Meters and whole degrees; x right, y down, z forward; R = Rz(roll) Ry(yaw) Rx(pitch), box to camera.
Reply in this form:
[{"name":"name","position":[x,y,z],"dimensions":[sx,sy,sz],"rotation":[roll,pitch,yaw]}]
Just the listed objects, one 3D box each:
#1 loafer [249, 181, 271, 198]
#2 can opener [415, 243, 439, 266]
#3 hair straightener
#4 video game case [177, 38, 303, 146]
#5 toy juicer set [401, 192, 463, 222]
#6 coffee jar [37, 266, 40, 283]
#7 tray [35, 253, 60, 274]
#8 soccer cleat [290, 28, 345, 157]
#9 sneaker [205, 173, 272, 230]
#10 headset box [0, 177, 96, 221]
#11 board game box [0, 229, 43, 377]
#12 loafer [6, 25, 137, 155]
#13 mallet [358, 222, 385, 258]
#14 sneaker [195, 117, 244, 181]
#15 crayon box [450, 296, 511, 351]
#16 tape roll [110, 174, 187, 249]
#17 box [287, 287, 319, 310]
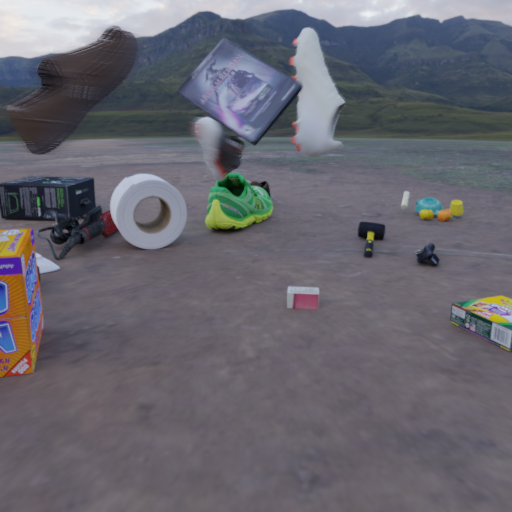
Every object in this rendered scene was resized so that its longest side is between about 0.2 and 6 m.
[{"name":"loafer","position":[-0.161,-2.043,17.826],"dimensions":[0.681,0.665,1.865],"rotation":[8,17,26]},{"name":"can opener","position":[3.447,-0.034,11.347],"dimensions":[0.367,0.455,1.157],"rotation":[-36,-1,21]},{"name":"hair straightener","position":[-4.083,-0.555,12.844],"dimensions":[1.275,0.678,3.313],"rotation":[1,20,5]},{"name":"video game case","position":[-0.303,-2.845,9.597],"dimensions":[1.819,1.299,0.173],"rotation":[37,-5,20]},{"name":"toy juicer set","position":[4.714,-1.265,15.566],"dimensions":[1.793,0.488,1.141],"rotation":[18,39,35]},{"name":"coffee jar","position":[-4.329,0.347,9.408],"dimensions":[1.272,0.543,0.663],"rotation":[4,16,12]},{"name":"tray","position":[-5.096,0.011,11.128],"dimensions":[1.408,0.291,2.623],"rotation":[-12,20,-41]},{"name":"soccer cleat","position":[1.290,-3.340,11.453],"dimensions":[1.044,2.692,0.933],"rotation":[-2,-7,17]},{"name":"sneaker","position":[-0.350,-1.530,14.706],"dimensions":[1.187,1.339,3.205],"rotation":[4,15,17]},{"name":"headset box","position":[-5.751,-1.649,15.785],"dimensions":[2.131,0.989,1.856],"rotation":[2,15,6]},{"name":"board game box","position":[-3.515,0.557,6.900],"dimensions":[1.468,1.468,1.469],"rotation":[-4,16,-15]},{"name":"loafer","position":[-2.976,-2.920,9.162],"dimensions":[1.005,0.976,2.751],"rotation":[8,58,42]},{"name":"mallet","position":[2.608,-0.325,12.362],"dimensions":[0.630,0.393,1.912],"rotation":[5,21,5]},{"name":"sneaker","position":[-0.580,-1.943,9.671],"dimensions":[0.703,0.662,1.717],"rotation":[-28,-14,-6]},{"name":"crayon box","position":[3.473,0.905,7.798],"dimensions":[0.967,0.327,1.120],"rotation":[-7,17,-23]},{"name":"tape roll","position":[-2.401,-0.997,12.424],"dimensions":[1.546,1.546,1.061],"rotation":[-6,17,-20]},{"name":"box","position":[0.737,0.661,8.796],"dimensions":[0.493,0.269,0.315],"rotation":[2,16,6]}]
